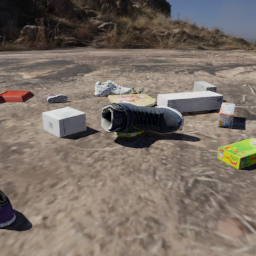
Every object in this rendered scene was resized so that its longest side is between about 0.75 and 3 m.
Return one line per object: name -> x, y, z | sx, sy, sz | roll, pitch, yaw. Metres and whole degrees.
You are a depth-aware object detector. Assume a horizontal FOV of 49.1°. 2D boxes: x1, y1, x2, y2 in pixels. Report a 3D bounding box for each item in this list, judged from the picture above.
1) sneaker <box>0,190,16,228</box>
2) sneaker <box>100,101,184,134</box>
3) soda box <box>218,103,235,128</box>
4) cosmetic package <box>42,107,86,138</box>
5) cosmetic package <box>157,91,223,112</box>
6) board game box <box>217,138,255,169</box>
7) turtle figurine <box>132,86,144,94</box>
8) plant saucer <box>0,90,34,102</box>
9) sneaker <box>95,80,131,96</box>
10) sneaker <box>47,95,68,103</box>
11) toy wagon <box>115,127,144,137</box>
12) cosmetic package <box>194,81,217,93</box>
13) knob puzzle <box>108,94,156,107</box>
sneaker -> -2.997, 1.486, 6.119 | 1.592, 0.697, 0.603 | 15, 25, 35
sneaker -> 0.378, -0.281, 9.923 | 2.844, 1.081, 2.055 | 11, 13, 26
soda box -> 4.171, -0.554, 11.815 | 0.567, 0.610, 1.784 | 8, 22, 21
cosmetic package -> -2.453, -0.259, 10.838 | 1.209, 0.743, 1.205 | -17, 26, -42
cosmetic package -> 2.987, -1.257, 13.538 | 2.919, 0.739, 1.205 | -6, 21, -15
board game box -> 3.630, 0.751, 8.593 | 1.597, 0.380, 0.811 | -11, 23, -28
turtle figurine -> 0.587, -2.152, 16.383 | 0.734, 0.493, 0.980 | -8, 32, 19
plant saucer -> -6.400, -1.812, 15.705 | 1.732, 0.319, 1.736 | 1, 21, 2
sneaker -> -0.867, -2.294, 16.252 | 2.152, 0.862, 0.757 | 1, 18, -1
sneaker -> -3.807, -1.632, 15.110 | 1.101, 0.399, 0.628 | -6, 18, -17
toy wagon -> 0.059, 0.137, 10.525 | 1.078, 0.213, 0.837 | 6, 21, 14
cosmetic package -> 4.280, -2.070, 15.652 | 0.708, 0.839, 1.570 | -5, 19, -13
knob puzzle -> 0.286, -1.225, 13.906 | 2.586, 0.359, 2.586 | 1, 20, 0
